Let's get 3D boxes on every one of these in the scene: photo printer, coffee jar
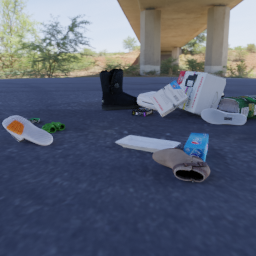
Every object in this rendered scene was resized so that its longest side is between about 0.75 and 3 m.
[{"bbox_3d":[1.689,-1.598,16.611,1.818,0.759,2.186,18,20,26],"label":"photo printer"},{"bbox_3d":[5.837,-1.020,13.729,2.613,1.115,1.362,-7,15,-28],"label":"coffee jar"}]

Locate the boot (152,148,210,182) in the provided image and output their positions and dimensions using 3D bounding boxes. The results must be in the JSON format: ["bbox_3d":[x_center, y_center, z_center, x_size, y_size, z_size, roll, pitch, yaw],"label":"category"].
[{"bbox_3d":[1.257,0.921,6.908,1.488,0.523,1.088,4,15,15],"label":"boot"}]

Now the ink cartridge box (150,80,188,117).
[{"bbox_3d":[2.027,-1.447,13.957,1.537,1.122,0.648,-32,-16,2],"label":"ink cartridge box"}]

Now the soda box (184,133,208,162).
[{"bbox_3d":[2.019,0.593,8.217,0.560,0.529,1.650,4,14,19],"label":"soda box"}]

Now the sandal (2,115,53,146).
[{"bbox_3d":[-3.534,0.247,9.788,2.064,0.592,0.791,27,40,18],"label":"sandal"}]

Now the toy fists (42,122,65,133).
[{"bbox_3d":[-3.038,-0.041,11.322,0.504,0.340,0.989,7,16,29],"label":"toy fists"}]

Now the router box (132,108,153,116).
[{"bbox_3d":[0.778,-0.849,14.846,0.778,0.266,1.044,7,15,28],"label":"router box"}]

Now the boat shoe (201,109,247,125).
[{"bbox_3d":[4.314,-0.520,12.688,1.947,0.681,0.645,5,8,16],"label":"boat shoe"}]

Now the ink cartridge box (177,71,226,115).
[{"bbox_3d":[3.563,-1.843,14.664,1.171,2.061,2.828,14,8,-18],"label":"ink cartridge box"}]

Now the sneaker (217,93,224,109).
[{"bbox_3d":[4.469,-1.590,16.399,2.640,1.525,1.067,-26,-4,32],"label":"sneaker"}]

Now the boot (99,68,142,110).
[{"bbox_3d":[-0.332,-2.309,16.504,2.799,2.352,1.069,-6,14,-26],"label":"boot"}]

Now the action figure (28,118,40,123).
[{"bbox_3d":[-4.251,-0.345,12.790,0.538,0.249,0.910,0,6,4],"label":"action figure"}]

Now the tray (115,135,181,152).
[{"bbox_3d":[0.642,0.550,9.096,1.919,0.213,1.030,8,14,30],"label":"tray"}]
